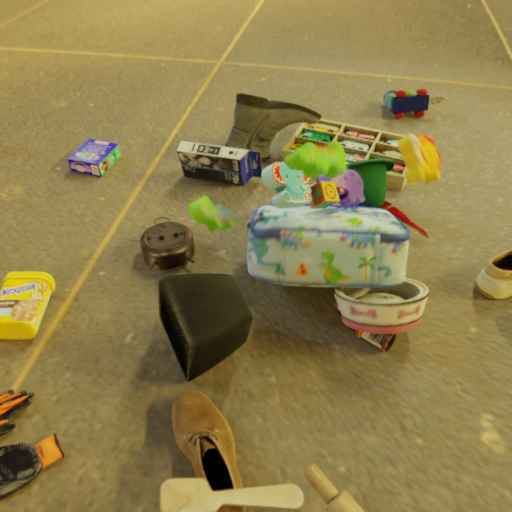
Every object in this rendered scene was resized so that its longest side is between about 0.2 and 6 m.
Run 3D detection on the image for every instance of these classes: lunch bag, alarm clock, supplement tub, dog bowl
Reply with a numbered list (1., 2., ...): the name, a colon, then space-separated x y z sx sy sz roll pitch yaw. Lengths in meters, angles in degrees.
1. lunch bag: 1.303 -0.283 10.832 2.985 1.231 2.400 3 15 4
2. alarm clock: -1.916 -0.365 11.916 1.124 0.555 1.666 -11 40 -12
3. supplement tub: 2.083 1.366 10.047 0.778 0.416 0.416 30 50 29
4. dog bowl: 2.221 0.864 10.046 1.677 0.618 1.677 -2 13 1

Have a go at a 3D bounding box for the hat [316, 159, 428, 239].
1. hat: 2.395 -1.036 12.038 1.955 1.721 1.620 -14 -8 27

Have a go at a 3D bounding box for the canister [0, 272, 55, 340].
1. canister: -4.388 0.924 10.451 0.939 0.547 1.264 0 43 0

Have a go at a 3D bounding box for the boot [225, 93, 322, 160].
1. boot: 0.417 -3.225 14.469 2.381 1.555 0.806 6 17 -17

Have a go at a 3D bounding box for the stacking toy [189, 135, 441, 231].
1. stacking toy: 1.092 -1.360 10.302 3.980 3.001 0.935 -6 78 -42

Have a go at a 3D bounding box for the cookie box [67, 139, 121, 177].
1. cookie box: -4.136 -2.531 14.392 0.914 0.401 1.068 12 43 14

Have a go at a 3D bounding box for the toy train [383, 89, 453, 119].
1. toy train: 4.732 -4.604 16.543 1.820 0.770 1.053 -6 29 -7

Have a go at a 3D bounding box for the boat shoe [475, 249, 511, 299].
1. boat shoe: 5.437 0.155 11.121 2.321 0.770 0.859 -21 46 -22

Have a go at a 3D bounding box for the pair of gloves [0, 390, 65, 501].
1. pair of gloves: -3.931 2.870 8.528 1.554 0.216 1.745 -26 51 -28

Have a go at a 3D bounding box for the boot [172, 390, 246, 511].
1. boot: -0.694 2.745 8.187 0.841 0.862 2.285 -16 43 -15

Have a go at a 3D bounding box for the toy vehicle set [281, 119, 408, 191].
1. toy vehicle set: 2.490 -2.721 14.594 3.184 0.422 1.978 16 44 17

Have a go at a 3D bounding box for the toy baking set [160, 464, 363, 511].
1. toy baking set: 0.471 3.757 6.649 2.657 0.403 3.462 -17 57 -38

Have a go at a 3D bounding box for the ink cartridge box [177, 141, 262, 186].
1. ink cartridge box: -0.862 -2.207 13.568 1.985 0.987 0.389 8 58 11

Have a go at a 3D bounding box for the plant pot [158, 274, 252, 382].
1. plant pot: -0.833 1.083 9.443 1.223 1.379 1.375 -17 59 -21
